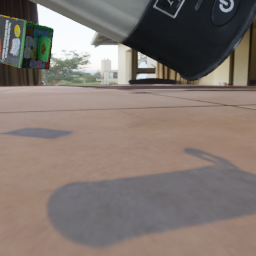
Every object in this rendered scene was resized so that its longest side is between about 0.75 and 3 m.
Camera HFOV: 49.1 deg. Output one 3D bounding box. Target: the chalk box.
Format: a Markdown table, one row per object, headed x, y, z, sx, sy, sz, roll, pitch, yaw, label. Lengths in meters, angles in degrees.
| x | y | z | sx | sy | sz | roll | pitch | yaw | label |
| --- | --- | --- | --- | --- | --- | --- | --- | --- | --- |
| -2.491 | -2.006 | 6.680 | 1.697 | 1.059 | 1.052 | 18 | 15 | 18 | chalk box |

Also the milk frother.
| x | y | z | sx | sy | sz | roll | pitch | yaw | label |
| --- | --- | --- | --- | --- | --- | --- | --- | --- | --- |
| -0.030 | -2.075 | 3.652 | 2.471 | 2.371 | 2.627 | 21 | -6 | -18 | milk frother |
